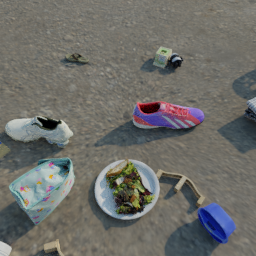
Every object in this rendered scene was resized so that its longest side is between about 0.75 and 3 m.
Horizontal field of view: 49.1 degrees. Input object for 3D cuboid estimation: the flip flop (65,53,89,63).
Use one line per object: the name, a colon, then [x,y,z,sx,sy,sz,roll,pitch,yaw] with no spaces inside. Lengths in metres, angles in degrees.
flip flop: [-2.554,-3.557,14.081,1.235,0.356,0.501,16,53,13]

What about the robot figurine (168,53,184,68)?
robot figurine: [2.349,-3.313,13.800,0.615,0.511,0.819,11,44,-32]

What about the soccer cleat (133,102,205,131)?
soccer cleat: [1.659,-0.569,11.200,2.940,1.076,1.003,0,51,0]

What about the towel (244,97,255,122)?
towel: [5.911,-0.647,11.475,1.888,0.808,1.563,-25,57,-21]

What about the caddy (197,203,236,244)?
caddy: [2.651,2.909,8.546,0.639,0.860,1.217,-25,54,-24]

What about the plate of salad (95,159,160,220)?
plate of salad: [-0.040,1.962,9.467,2.214,0.532,2.214,-1,52,2]

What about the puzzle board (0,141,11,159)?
puzzle board: [-5.110,0.989,10.585,0.823,0.095,1.092,32,57,24]

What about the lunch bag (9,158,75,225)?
lunch bag: [-2.529,1.848,8.862,1.185,1.655,1.943,41,62,19]

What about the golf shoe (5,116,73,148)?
golf shoe: [-3.496,-0.114,10.698,2.724,1.324,1.067,6,54,7]

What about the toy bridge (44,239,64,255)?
toy bridge: [-1.844,4.269,7.784,0.795,0.322,2.365,-10,52,-11]

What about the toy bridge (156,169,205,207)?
toy bridge: [1.815,1.943,9.703,1.869,0.254,0.628,31,58,23]

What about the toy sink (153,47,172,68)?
toy sink: [1.711,-3.543,13.951,0.628,0.540,0.963,22,54,17]

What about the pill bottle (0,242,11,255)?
pill bottle: [-3.953,4.077,7.435,1.115,1.115,1.983,9,49,7]
